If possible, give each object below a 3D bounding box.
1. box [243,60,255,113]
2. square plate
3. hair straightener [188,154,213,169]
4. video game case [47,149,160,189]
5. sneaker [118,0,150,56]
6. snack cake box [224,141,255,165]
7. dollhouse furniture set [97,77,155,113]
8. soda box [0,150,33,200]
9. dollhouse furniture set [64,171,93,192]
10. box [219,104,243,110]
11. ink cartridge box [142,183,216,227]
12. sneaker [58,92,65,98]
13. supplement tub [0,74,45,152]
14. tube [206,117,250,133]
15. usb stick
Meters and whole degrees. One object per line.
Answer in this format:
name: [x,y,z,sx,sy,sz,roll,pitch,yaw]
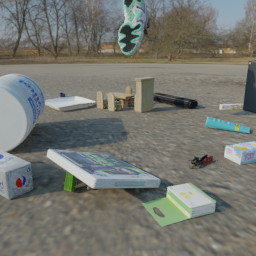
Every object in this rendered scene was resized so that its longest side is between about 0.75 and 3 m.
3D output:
box: [6.212,-1.911,12.724,1.593,2.257,0.890,-7,18,-23]
square plate: [-2.957,-1.214,13.861,2.071,0.297,2.091,-14,21,-38]
hair straightener: [1.787,0.851,7.109,0.886,0.181,0.341,-20,25,-39]
video game case: [-0.546,0.852,6.013,1.730,0.222,1.903,11,5,-42]
sneaker: [0.382,-3.605,10.221,0.906,2.332,1.631,9,-2,21]
snack cake box: [3.163,0.645,7.410,1.027,0.345,0.591,-7,19,-22]
dollhouse furniture set: [0.020,-1.700,13.349,2.328,1.515,2.138,14,21,40]
soda box: [-2.823,0.893,6.081,1.817,0.620,0.576,14,21,37]
dollhouse furniture set: [-0.850,1.142,6.063,0.520,0.402,1.041,5,-4,41]
box: [4.949,-0.999,13.218,1.232,0.255,0.238,-1,16,-8]
ink cartridge box: [0.916,1.367,5.139,1.094,0.262,0.796,-5,17,-22]
sneaker: [-3.838,-1.936,16.305,0.297,0.309,0.788,1,16,0]
supplement tub: [-3.786,-0.593,8.775,1.968,1.968,2.984,-2,17,-8]
tube: [3.535,-0.064,9.952,1.476,0.372,0.572,13,29,19]
usb stick: [2.307,-1.417,14.302,0.771,0.454,2.782,-5,16,-37]
